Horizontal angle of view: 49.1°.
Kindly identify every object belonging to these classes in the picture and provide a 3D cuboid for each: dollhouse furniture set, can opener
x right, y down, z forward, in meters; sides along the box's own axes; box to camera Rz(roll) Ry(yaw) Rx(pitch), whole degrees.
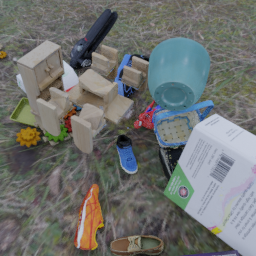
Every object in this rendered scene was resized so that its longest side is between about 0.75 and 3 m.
[{"bbox_3d":[-1.303,-0.811,7.505,2.873,1.870,2.639,26,54,17],"label":"dollhouse furniture set"},{"bbox_3d":[-1.282,-3.028,9.705,1.019,2.592,0.822,53,37,6],"label":"can opener"}]

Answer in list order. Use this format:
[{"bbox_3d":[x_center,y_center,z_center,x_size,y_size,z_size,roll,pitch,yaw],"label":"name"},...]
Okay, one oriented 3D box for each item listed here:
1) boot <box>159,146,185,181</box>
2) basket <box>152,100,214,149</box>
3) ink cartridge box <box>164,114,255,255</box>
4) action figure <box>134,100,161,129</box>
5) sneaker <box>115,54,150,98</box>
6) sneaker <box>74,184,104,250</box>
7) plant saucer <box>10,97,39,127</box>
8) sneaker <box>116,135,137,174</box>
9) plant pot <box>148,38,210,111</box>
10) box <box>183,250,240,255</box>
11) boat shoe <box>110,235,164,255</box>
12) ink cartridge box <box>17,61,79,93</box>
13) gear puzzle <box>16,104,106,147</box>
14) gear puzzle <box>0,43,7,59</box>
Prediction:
[{"bbox_3d":[1.317,0.936,7.478,0.790,0.377,1.046,-10,55,-10],"label":"boot"},{"bbox_3d":[1.397,-0.143,7.473,1.493,1.693,1.177,-14,65,-5],"label":"basket"},{"bbox_3d":[2.445,1.326,5.930,2.811,2.035,1.180,35,35,26],"label":"ink cartridge box"},{"bbox_3d":[1.057,-0.587,8.765,2.233,0.577,0.730,-34,59,-23],"label":"action figure"},{"bbox_3d":[0.198,-1.766,9.542,0.962,0.866,2.470,3,47,13],"label":"sneaker"},{"bbox_3d":[-0.842,2.054,6.530,0.597,0.565,1.548,18,51,-14],"label":"sneaker"},{"bbox_3d":[-2.999,-0.434,8.712,0.975,0.234,0.977,15,49,-2],"label":"plant saucer"},{"bbox_3d":[-0.042,0.663,7.583,0.425,0.616,1.108,-13,50,-11],"label":"sneaker"},{"bbox_3d":[1.132,-1.126,6.519,1.486,1.486,1.193,9,51,8],"label":"plant pot"},{"bbox_3d":[1.122,3.193,4.968,2.235,0.881,1.577,-5,35,-4],"label":"box"},{"bbox_3d":[0.200,2.512,6.088,1.168,0.431,0.442,-3,49,-2],"label":"boat shoe"},{"bbox_3d":[-2.297,-1.312,9.113,2.071,0.519,1.667,40,56,20],"label":"ink cartridge box"},{"bbox_3d":[-2.057,-0.228,8.331,2.641,0.346,1.368,-26,60,-26],"label":"gear puzzle"},{"bbox_3d":[-5.550,-3.128,11.190,1.834,0.240,0.950,24,51,16],"label":"gear puzzle"}]
